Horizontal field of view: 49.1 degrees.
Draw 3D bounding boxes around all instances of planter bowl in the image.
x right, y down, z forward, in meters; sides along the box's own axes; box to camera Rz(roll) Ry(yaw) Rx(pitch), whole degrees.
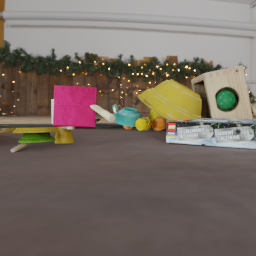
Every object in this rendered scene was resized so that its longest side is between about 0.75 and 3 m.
[{"bbox_3d":[1.427,-0.785,8.069,2.155,0.898,2.155,27,15,-8],"label":"planter bowl"}]

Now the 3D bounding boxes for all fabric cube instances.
[{"bbox_3d":[-2.006,-0.784,10.868,1.535,1.540,1.510,2,0,-7],"label":"fabric cube"}]

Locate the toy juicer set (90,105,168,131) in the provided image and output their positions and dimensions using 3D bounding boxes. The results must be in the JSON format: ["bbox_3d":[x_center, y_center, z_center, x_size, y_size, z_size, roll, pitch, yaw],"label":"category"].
[{"bbox_3d":[0.078,-0.210,9.719,2.747,0.747,1.747,4,19,-11],"label":"toy juicer set"}]

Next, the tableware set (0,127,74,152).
[{"bbox_3d":[-2.281,0.193,5.162,2.553,0.392,1.720,-2,1,-18],"label":"tableware set"}]

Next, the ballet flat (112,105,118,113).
[{"bbox_3d":[-0.655,-0.798,15.421,0.334,0.992,0.349,-14,5,27],"label":"ballet flat"}]

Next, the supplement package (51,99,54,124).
[{"bbox_3d":[-3.337,-0.863,14.700,0.964,1.280,0.971,3,4,40],"label":"supplement package"}]

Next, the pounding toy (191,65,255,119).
[{"bbox_3d":[3.126,-0.734,8.536,1.604,2.077,2.256,-12,3,1],"label":"pounding toy"}]

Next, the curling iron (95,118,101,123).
[{"bbox_3d":[-1.873,-0.452,15.912,0.511,0.263,2.061,-37,-7,8],"label":"curling iron"}]

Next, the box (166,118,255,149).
[{"bbox_3d":[2.057,0.044,6.148,1.656,0.482,2.418,2,4,30],"label":"box"}]
